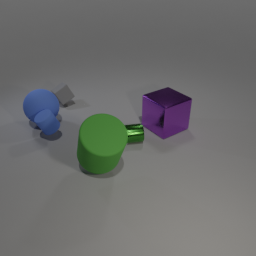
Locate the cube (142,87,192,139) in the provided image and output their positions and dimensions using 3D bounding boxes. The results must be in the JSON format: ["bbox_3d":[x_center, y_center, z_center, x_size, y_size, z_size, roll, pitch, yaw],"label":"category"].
[{"bbox_3d":[1.519,-0.637,11.234,1.400,1.400,1.400,-21,37,-30],"label":"cube"}]

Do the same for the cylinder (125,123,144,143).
[{"bbox_3d":[0.204,0.201,10.540,0.700,0.700,0.700,-5,32,-8],"label":"cylinder"}]

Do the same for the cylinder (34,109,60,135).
[{"bbox_3d":[-2.991,-0.212,10.390,0.700,0.700,0.700,-16,42,15],"label":"cylinder"}]

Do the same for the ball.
[{"bbox_3d":[-3.473,-0.861,11.238,1.400,1.400,1.400,0,32,0],"label":"ball"}]

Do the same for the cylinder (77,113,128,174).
[{"bbox_3d":[-0.816,0.500,8.499,1.400,1.400,1.400,6,59,-10],"label":"cylinder"}]

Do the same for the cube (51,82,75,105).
[{"bbox_3d":[-3.028,-1.608,13.007,0.700,0.700,0.700,-39,32,-11],"label":"cube"}]
